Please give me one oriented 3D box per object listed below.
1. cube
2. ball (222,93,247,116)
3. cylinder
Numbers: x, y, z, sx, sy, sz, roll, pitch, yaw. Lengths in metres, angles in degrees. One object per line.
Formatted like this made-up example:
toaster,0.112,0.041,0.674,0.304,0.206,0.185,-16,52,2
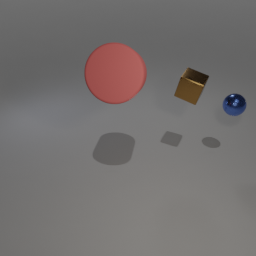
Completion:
cube,1.879,-1.241,8.275,0.700,0.700,0.700,26,43,12
ball,3.289,-0.716,8.658,0.700,0.700,0.700,0,30,0
cylinder,-0.253,-1.373,7.081,1.400,1.400,1.400,3,12,6
